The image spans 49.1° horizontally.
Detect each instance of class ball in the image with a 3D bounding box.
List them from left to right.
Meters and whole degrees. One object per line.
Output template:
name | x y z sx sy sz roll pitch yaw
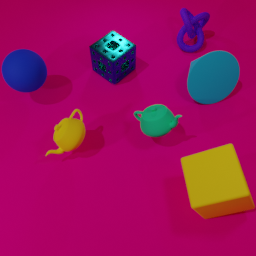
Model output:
ball | -3.013 -1.664 8.196 1.253 1.253 1.253 0 58 0

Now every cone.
cone | 2.392 -1.883 9.078 1.678 1.678 1.684 -12 32 -7

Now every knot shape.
knot shape | 2.248 -3.389 9.841 1.507 1.410 0.696 -6 21 -42

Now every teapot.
teapot | -1.620 0.173 7.368 1.468 0.719 0.913 -61 33 -2
teapot | 0.791 -0.242 7.415 1.528 0.748 0.950 11 48 38

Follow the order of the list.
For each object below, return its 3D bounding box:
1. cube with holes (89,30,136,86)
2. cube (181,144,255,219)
cube with holes | -0.477 -2.291 9.184 1.053 1.053 1.053 38 65 21
cube | 2.103 1.294 6.586 1.225 1.225 1.225 -19 55 19
